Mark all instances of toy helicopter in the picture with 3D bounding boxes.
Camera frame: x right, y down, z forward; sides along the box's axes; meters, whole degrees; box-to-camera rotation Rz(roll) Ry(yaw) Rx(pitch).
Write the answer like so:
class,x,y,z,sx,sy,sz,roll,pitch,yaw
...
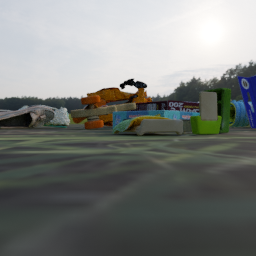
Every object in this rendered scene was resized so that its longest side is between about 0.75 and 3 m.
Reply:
class,x,y,z,sx,sy,sz,roll,pitch,yaw
toy helicopter,-0.639,-0.465,7.574,1.986,0.783,1.313,-11,5,-39

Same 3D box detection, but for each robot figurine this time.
class,x,y,z,sx,sy,sz,roll,pitch,yaw
robot figurine,-0.312,-0.956,11.566,2.742,1.988,0.798,-6,-5,12

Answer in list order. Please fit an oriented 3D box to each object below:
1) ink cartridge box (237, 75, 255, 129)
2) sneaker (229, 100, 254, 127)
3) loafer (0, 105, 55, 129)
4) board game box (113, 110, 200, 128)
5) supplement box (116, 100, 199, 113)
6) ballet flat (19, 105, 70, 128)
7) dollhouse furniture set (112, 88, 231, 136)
class,x,y,z,sx,sy,sz,roll,pitch,yaw
ink cartridge box,4.141,-0.704,7.408,2.949,1.396,0.547,-1,-16,-30
sneaker,4.342,-0.552,10.188,1.769,1.078,2.710,2,1,20
loafer,-2.722,-0.211,7.358,1.756,0.631,0.552,-9,23,-37
board game box,0.654,-0.135,5.681,1.193,0.371,1.580,1,1,40
supplement box,0.817,-0.407,9.014,1.440,0.805,2.645,-1,2,-38
ballet flat,-2.815,-0.338,8.474,2.161,0.776,0.776,-1,1,1
dollhouse furniture set,0.695,-0.256,4.000,1.762,0.680,0.880,0,1,-24
